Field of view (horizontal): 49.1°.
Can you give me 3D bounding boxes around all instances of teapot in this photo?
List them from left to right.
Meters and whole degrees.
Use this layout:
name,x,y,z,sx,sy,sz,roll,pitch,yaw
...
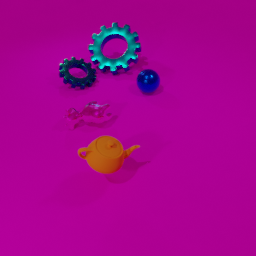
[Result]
name,x,y,z,sx,sy,sz,roll,pitch,yaw
teapot,-0.386,0.487,5.605,1.278,0.626,0.795,1,47,-26

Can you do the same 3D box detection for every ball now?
name,x,y,z,sx,sy,sz,roll,pitch,yaw
ball,0.616,-1.424,8.507,0.731,0.731,0.731,0,41,0

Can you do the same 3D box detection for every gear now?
name,x,y,z,sx,sy,sz,roll,pitch,yaw
gear,-1.600,-1.760,8.939,1.177,0.218,1.177,11,54,-15
gear,-0.444,-2.713,9.544,1.769,0.327,1.769,-2,77,8

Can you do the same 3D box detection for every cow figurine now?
name,x,y,z,sx,sy,sz,roll,pitch,yaw
cow figurine,-1.078,-0.320,7.293,1.079,0.592,1.061,13,33,39
